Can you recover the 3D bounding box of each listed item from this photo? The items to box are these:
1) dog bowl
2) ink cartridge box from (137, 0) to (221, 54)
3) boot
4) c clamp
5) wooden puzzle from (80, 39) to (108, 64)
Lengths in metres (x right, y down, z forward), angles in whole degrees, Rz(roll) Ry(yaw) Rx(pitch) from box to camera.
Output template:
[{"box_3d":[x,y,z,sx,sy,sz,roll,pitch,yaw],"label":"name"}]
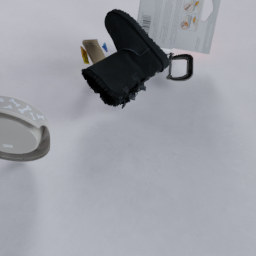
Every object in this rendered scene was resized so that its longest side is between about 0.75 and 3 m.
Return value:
[{"box_3d":[-2.600,0.042,6.127,1.897,1.897,0.556,2,53,2],"label":"dog bowl"},{"box_3d":[1.673,-4.069,9.283,2.557,2.946,0.642,10,11,2],"label":"ink cartridge box"},{"box_3d":[-0.359,-2.005,8.048,2.215,1.000,2.703,-40,80,-20],"label":"boot"},{"box_3d":[1.496,-1.937,8.846,1.167,0.185,1.366,-6,54,12],"label":"c clamp"},{"box_3d":[-1.078,-2.421,8.994,1.375,0.161,0.928,-18,88,-54],"label":"wooden puzzle"}]
